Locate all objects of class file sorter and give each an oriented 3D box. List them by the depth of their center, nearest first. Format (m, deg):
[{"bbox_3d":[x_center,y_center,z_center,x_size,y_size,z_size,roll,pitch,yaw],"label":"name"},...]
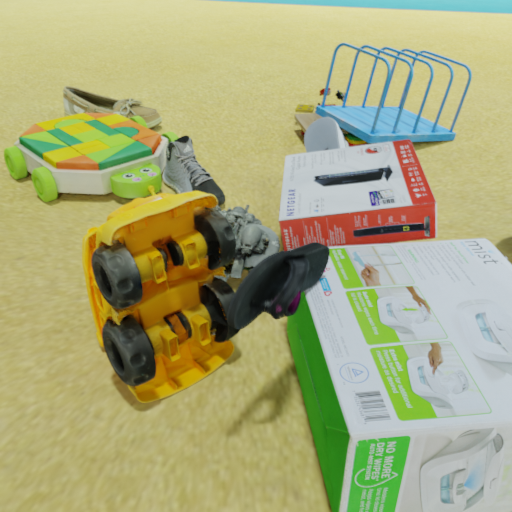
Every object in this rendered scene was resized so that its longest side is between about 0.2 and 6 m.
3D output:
[{"bbox_3d":[3.350,-3.925,13.428,2.948,1.809,2.046,-9,36,-33],"label":"file sorter"}]

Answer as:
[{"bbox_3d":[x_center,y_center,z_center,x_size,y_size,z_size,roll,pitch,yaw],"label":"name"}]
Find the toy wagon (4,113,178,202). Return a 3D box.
[{"bbox_3d":[-3.191,-2.084,11.930,3.264,0.832,4.207,-26,40,-34],"label":"toy wagon"}]

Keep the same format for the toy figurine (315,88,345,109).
[{"bbox_3d":[2.074,-4.256,15.507,0.735,0.747,0.519,18,20,21],"label":"toy figurine"}]

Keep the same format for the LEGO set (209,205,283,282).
[{"bbox_3d":[0.002,-0.453,8.621,2.243,0.979,3.454,35,61,30],"label":"LEGO set"}]

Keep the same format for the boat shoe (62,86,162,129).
[{"bbox_3d":[-3.825,-3.876,14.722,2.828,0.890,1.031,13,34,20],"label":"boat shoe"}]

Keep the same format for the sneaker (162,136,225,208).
[{"bbox_3d":[-1.315,-1.747,11.076,0.745,1.146,1.985,-21,37,-32],"label":"sneaker"}]

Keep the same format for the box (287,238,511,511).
[{"bbox_3d":[1.874,1.131,6.222,2.653,1.454,3.007,-3,32,-7],"label":"box"}]

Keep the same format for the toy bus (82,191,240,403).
[{"bbox_3d":[-1.426,0.210,6.971,1.593,2.348,2.254,-23,34,-32],"label":"toy bus"}]

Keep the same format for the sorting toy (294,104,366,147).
[{"bbox_3d":[1.718,-3.201,14.054,1.318,0.462,2.733,-6,33,-9],"label":"sorting toy"}]

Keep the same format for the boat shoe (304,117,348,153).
[{"bbox_3d":[1.487,-1.227,10.390,0.994,1.147,2.691,-22,54,26],"label":"boat shoe"}]

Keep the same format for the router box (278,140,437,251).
[{"bbox_3d":[1.403,-0.918,8.159,2.014,0.548,2.244,-6,32,9],"label":"router box"}]

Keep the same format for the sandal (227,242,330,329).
[{"bbox_3d":[0.353,0.266,5.555,0.414,0.651,1.731,26,31,27],"label":"sandal"}]
